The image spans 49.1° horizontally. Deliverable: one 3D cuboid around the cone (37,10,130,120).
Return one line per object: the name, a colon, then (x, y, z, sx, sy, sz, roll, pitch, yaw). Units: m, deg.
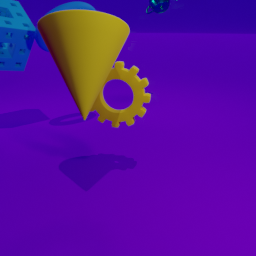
cone: (-0.634, -0.775, 4.079, 1.325, 1.330, 1.325, 0, -2, 0)

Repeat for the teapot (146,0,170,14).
teapot: (1.194, -4.461, 10.037, 1.233, 0.604, 0.767, -22, -18, 21)

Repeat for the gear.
gear: (-0.191, -0.612, 5.212, 1.194, 1.194, 0.221, 3, 19, 9)

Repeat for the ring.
ring: (-1.577, -2.580, 7.312, 1.758, 0.352, 1.758, -29, -8, -5)

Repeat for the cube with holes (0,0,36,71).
cube with holes: (-3.514, -2.511, 7.487, 1.363, 1.363, 1.363, -9, 56, -44)
